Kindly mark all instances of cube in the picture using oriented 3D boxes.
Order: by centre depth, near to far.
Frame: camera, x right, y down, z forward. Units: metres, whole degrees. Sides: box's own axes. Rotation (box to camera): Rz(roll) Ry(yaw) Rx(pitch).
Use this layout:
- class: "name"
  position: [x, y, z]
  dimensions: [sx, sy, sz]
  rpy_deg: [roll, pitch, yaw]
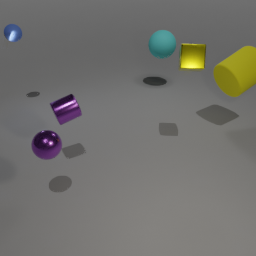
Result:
- class: "cube"
  position: [1.890, -2.073, 8.308]
  dimensions: [0.700, 0.700, 0.700]
  rpy_deg: [3, 6, 6]

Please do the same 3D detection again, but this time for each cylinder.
- class: "cylinder"
  position: [-1.787, -0.536, 8.076]
  dimensions: [0.700, 0.700, 0.700]
  rpy_deg: [-26, 36, -13]
- class: "cylinder"
  position: [4.186, -2.097, 10.443]
  dimensions: [1.400, 1.400, 1.400]
  rpy_deg: [-34, 38, -9]

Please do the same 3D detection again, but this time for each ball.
- class: "ball"
  position: [-1.909, 0.398, 6.595]
  dimensions: [0.700, 0.700, 0.700]
  rpy_deg: [0, 29, 0]
- class: "ball"
  position: [-4.710, -3.893, 11.478]
  dimensions: [0.700, 0.700, 0.700]
  rpy_deg: [0, 29, 0]
- class: "ball"
  position: [1.739, -4.238, 14.230]
  dimensions: [1.400, 1.400, 1.400]
  rpy_deg: [0, 29, 0]
